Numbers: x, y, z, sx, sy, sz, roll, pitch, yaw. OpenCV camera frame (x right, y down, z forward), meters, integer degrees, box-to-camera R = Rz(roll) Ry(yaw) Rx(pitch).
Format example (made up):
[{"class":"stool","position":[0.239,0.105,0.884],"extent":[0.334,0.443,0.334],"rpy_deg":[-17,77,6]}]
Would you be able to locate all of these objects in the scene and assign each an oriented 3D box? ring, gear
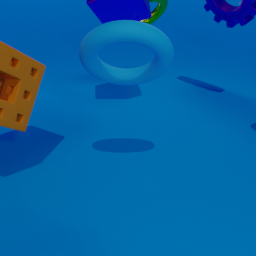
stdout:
[{"class":"ring","position":[-0.027,-1.178,4.651],"extent":[1.556,1.556,0.311],"rpy_deg":[0,69,1]},{"class":"gear","position":[2.927,-3.916,7.994],"extent":[0.377,2.038,2.038],"rpy_deg":[-37,40,-16]},{"class":"ring","position":[0.562,-4.148,9.939],"extent":[1.830,0.366,1.830],"rpy_deg":[-23,-10,-4]}]

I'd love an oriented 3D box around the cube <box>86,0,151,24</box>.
[{"class":"cube","position":[-0.256,-3.557,7.324],"extent":[1.280,1.280,1.280],"rpy_deg":[-14,-22,20]}]

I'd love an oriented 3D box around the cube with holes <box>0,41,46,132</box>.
[{"class":"cube with holes","position":[-2.582,-0.810,5.021],"extent":[1.311,1.311,1.311],"rpy_deg":[13,-5,30]}]
